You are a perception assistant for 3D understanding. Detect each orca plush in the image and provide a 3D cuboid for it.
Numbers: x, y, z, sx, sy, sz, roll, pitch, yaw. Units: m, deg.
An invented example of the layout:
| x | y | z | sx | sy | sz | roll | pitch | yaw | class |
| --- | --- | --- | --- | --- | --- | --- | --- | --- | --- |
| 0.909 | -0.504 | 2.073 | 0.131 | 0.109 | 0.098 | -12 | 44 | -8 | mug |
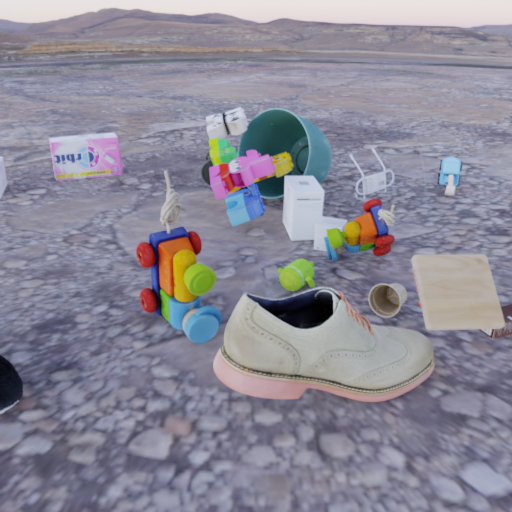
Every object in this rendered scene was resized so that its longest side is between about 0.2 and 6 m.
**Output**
| x | y | z | sx | sy | sz | roll | pitch | yaw | class |
| --- | --- | --- | --- | --- | --- | --- | --- | --- | --- |
| -5.057 | 1.482 | 6.787 | 3.961 | 1.408 | 2.084 | 0 | 25 | -1 | orca plush |

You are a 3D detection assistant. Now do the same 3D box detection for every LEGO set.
| x | y | z | sx | sy | sz | roll | pitch | yaw | class |
| --- | --- | --- | --- | --- | --- | --- | --- | --- | --- |
| -0.050 | -2.163 | 13.155 | 1.747 | 1.624 | 4.258 | -18 | 33 | 5 | LEGO set |

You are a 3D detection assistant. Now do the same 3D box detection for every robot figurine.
| x | y | z | sx | sy | sz | roll | pitch | yaw | class |
| --- | --- | --- | --- | --- | --- | --- | --- | --- | --- |
| 0.751 | 0.350 | 10.307 | 0.712 | 0.469 | 0.811 | 17 | 30 | 31 | robot figurine |

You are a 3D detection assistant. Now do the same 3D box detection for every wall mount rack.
| x | y | z | sx | sy | sz | roll | pitch | yaw | class |
| --- | --- | --- | --- | --- | --- | --- | --- | --- | --- |
| 2.866 | -2.063 | 14.199 | 1.331 | 1.157 | 0.496 | -20 | 22 | -30 | wall mount rack |

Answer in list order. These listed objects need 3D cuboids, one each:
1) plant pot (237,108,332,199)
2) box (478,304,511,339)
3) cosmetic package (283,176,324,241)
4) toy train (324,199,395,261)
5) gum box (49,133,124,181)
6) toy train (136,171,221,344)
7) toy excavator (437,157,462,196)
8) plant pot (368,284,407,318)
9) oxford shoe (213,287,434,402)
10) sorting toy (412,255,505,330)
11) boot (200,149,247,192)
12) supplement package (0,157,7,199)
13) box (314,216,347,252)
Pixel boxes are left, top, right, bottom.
| x | y | z | sx | sy | sz | roll | pitch | yaw | class |
| --- | --- | --- | --- | --- | --- | --- | --- | --- | --- |
| 0.931 | -2.568 | 14.658 | 2.242 | 2.242 | 1.799 | 19 | 13 | 35 | plant pot |
| 4.011 | 1.045 | 9.031 | 0.828 | 0.310 | 0.415 | -9 | 26 | -22 | box |
| 1.039 | -1.080 | 12.522 | 0.707 | 1.149 | 1.146 | 0 | 25 | -8 | cosmetic package |
| 1.885 | -0.490 | 10.557 | 1.254 | 0.917 | 2.167 | -18 | -14 | 4 | toy train |
| -4.940 | -2.928 | 16.446 | 2.002 | 1.136 | 0.662 | -10 | 27 | -19 | gum box |
| -1.119 | 0.070 | 8.645 | 1.038 | 2.452 | 1.419 | -16 | 34 | -30 | toy train |
| 5.311 | -2.176 | 15.361 | 0.613 | 1.192 | 1.226 | 8 | -2 | 15 | toy excavator |
| 2.292 | 0.706 | 9.542 | 0.581 | 0.581 | 0.532 | 18 | 19 | 33 | plant pot |
| 1.156 | 1.101 | 7.345 | 3.370 | 1.244 | 1.193 | 3 | 22 | -31 | oxford shoe |
| 2.732 | 0.543 | 7.776 | 1.082 | 0.377 | 1.076 | 0 | 63 | -9 | sorting toy |
| -0.825 | -2.618 | 16.222 | 2.752 | 0.953 | 2.396 | -6 | 23 | -34 | boot |
| -7.246 | -2.088 | 15.034 | 0.800 | 0.831 | 1.461 | -5 | 25 | -14 | supplement package |
| 1.572 | -0.447 | 11.822 | 0.604 | 0.601 | 0.518 | 10 | 26 | 19 | box |
